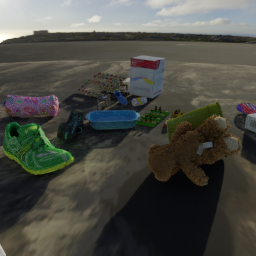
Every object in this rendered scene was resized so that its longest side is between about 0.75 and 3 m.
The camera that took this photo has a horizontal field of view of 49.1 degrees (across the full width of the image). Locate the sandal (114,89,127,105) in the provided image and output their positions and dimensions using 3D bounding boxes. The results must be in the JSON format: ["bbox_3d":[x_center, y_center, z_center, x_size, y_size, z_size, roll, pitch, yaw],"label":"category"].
[{"bbox_3d":[-0.395,-1.496,13.672,0.368,0.926,0.403,-42,-4,7],"label":"sandal"}]

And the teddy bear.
[{"bbox_3d":[1.821,0.636,7.839,1.852,2.555,0.853,48,1,21],"label":"teddy bear"}]

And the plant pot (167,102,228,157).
[{"bbox_3d":[2.161,0.189,8.981,1.702,1.768,1.768,-10,20,12],"label":"plant pot"}]

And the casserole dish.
[{"bbox_3d":[-0.630,-0.335,11.644,2.252,0.437,1.364,-1,22,-5],"label":"casserole dish"}]

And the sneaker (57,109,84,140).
[{"bbox_3d":[-2.044,-0.084,10.874,0.775,0.737,1.954,14,32,6],"label":"sneaker"}]

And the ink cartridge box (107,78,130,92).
[{"bbox_3d":[-0.280,-2.590,16.858,1.950,0.661,1.131,0,22,0],"label":"ink cartridge box"}]

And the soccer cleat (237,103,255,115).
[{"bbox_3d":[5.577,-0.755,12.598,1.531,0.522,0.560,23,34,38],"label":"soccer cleat"}]

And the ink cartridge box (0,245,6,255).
[{"bbox_3d":[-3.165,2.343,5.189,1.340,0.340,1.521,-17,27,-36],"label":"ink cartridge box"}]

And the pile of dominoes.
[{"bbox_3d":[-1.550,-2.624,16.098,2.576,0.410,2.008,18,56,35],"label":"pile of dominoes"}]

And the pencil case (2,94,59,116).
[{"bbox_3d":[-4.306,-1.007,12.558,2.306,1.008,1.008,1,22,1],"label":"pencil case"}]

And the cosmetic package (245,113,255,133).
[{"bbox_3d":[5.625,-0.253,11.206,1.678,0.598,0.851,-10,24,-24],"label":"cosmetic package"}]

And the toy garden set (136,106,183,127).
[{"bbox_3d":[1.446,-0.525,12.165,1.584,0.379,1.900,11,25,25],"label":"toy garden set"}]

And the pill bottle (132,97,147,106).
[{"bbox_3d":[0.582,-1.344,14.152,0.761,0.397,0.397,-15,27,-34],"label":"pill bottle"}]

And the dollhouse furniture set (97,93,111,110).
[{"bbox_3d":[-1.338,-1.337,13.867,0.601,0.598,0.853,12,25,28],"label":"dollhouse furniture set"}]

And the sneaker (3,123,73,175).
[{"bbox_3d":[-2.889,0.544,8.443,2.901,1.212,1.074,15,26,32],"label":"sneaker"}]

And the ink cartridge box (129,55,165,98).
[{"bbox_3d":[1.068,-2.882,15.668,1.491,2.062,1.498,14,24,26],"label":"ink cartridge box"}]
